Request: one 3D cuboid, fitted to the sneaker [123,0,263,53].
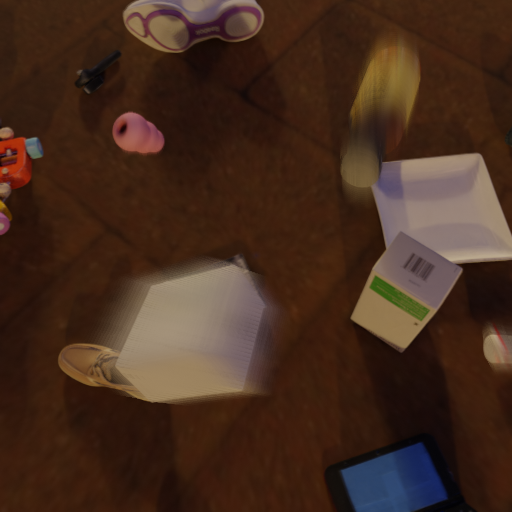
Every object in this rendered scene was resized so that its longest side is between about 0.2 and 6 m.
[{"bbox_3d":[-1.287,-4.864,11.269,2.719,1.018,1.354,-7,53,-11],"label":"sneaker"}]

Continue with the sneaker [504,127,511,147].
[{"bbox_3d":[5.224,-2.460,10.066,1.784,0.692,0.770,-40,72,-19],"label":"sneaker"}]

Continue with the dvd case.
[{"bbox_3d":[-0.676,0.622,8.719,1.399,0.112,1.040,-20,59,-11],"label":"dvd case"}]

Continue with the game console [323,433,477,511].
[{"bbox_3d":[1.875,3.092,7.008,1.666,1.436,0.989,-16,90,-8],"label":"game console"}]

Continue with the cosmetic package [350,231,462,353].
[{"bbox_3d":[2.031,0.559,7.829,0.972,1.807,0.766,33,67,16],"label":"cosmetic package"}]

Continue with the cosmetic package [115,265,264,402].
[{"bbox_3d":[-0.707,0.864,6.222,1.216,0.747,1.212,-16,37,27],"label":"cosmetic package"}]

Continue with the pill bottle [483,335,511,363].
[{"bbox_3d":[3.720,1.353,8.093,0.730,0.404,0.404,4,62,-9],"label":"pill bottle"}]

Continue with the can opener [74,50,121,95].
[{"bbox_3d":[-3.068,-3.617,10.903,0.373,0.462,1.176,3,50,47],"label":"can opener"}]

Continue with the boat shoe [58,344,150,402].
[{"bbox_3d":[-2.081,1.587,8.011,1.652,0.533,0.589,14,63,7],"label":"boat shoe"}]

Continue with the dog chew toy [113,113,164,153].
[{"bbox_3d":[-1.562,-1.631,7.629,0.496,0.797,0.496,-3,83,30],"label":"dog chew toy"}]

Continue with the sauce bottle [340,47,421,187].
[{"bbox_3d":[1.630,-1.858,7.367,0.776,0.776,2.350,17,51,9],"label":"sauce bottle"}]

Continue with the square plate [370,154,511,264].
[{"bbox_3d":[3.025,-0.732,9.366,2.075,0.298,2.095,-6,62,-3],"label":"square plate"}]

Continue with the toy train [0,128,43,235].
[{"bbox_3d":[-4.893,-0.890,9.225,2.964,0.824,2.226,-17,55,-7],"label":"toy train"}]
